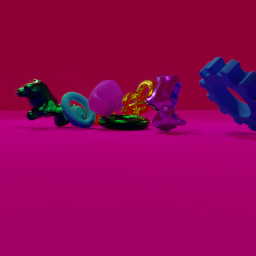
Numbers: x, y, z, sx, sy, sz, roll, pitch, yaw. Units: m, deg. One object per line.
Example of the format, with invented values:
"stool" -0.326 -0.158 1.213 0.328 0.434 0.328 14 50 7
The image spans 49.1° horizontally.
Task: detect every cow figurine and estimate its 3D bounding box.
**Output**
"cow figurine" 1.030 -0.673 7.157 0.820 1.493 1.469 22 3 -24
"cow figurine" -2.470 -0.782 8.852 0.922 1.680 1.653 -17 10 35

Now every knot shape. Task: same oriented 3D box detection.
"knot shape" 0.292 -0.844 10.305 0.842 1.823 1.706 37 42 9

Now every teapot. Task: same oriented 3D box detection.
"teapot" -1.587 -0.407 8.838 0.523 0.665 1.069 -11 -44 43
"teapot" -0.568 -0.811 8.227 0.868 1.103 1.773 40 13 10

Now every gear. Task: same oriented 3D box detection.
"gear" 2.525 -0.748 6.506 0.368 1.988 1.988 -45 10 -4
"gear" -1.347 -0.459 10.768 1.783 0.330 1.783 1 14 0

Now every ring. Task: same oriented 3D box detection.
"ring" -0.115 -0.185 8.370 1.553 0.311 1.553 2 9 0
"ring" -1.472 -0.542 8.431 0.247 1.234 1.234 -35 -16 30
